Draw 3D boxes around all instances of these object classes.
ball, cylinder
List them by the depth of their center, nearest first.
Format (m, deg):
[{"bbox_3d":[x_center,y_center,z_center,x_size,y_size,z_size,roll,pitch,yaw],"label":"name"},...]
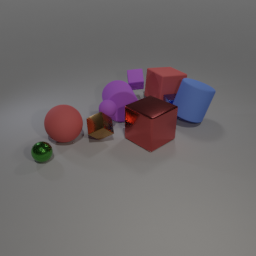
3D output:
[{"bbox_3d":[-2.885,0.796,9.391,0.700,0.700,0.700,0,30,0],"label":"ball"},{"bbox_3d":[-2.377,-0.167,10.366,1.400,1.400,1.400,0,30,0],"label":"ball"},{"bbox_3d":[-0.795,-0.752,10.927,0.700,0.700,0.700,0,30,0],"label":"ball"},{"bbox_3d":[2.651,-1.140,11.481,1.400,1.400,1.400,16,23,-7],"label":"cylinder"},{"bbox_3d":[-0.358,-1.179,12.060,1.400,1.400,1.400,-6,29,-9],"label":"cylinder"}]

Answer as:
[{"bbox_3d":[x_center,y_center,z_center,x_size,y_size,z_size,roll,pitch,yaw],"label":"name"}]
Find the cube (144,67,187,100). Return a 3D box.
[{"bbox_3d":[1.776,-2.056,13.457,1.400,1.400,1.400,-9,30,-26],"label":"cube"}]

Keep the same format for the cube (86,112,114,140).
[{"bbox_3d":[-1.027,-0.070,10.343,0.700,0.700,0.700,-24,61,24],"label":"cube"}]

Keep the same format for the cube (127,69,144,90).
[{"bbox_3d":[0.345,-2.225,12.895,0.700,0.700,0.700,-6,69,0],"label":"cube"}]

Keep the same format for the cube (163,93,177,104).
[{"bbox_3d":[2.031,-1.088,12.653,0.700,0.700,0.700,-7,31,-11],"label":"cube"}]

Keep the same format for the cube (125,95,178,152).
[{"bbox_3d":[0.838,-0.202,10.413,1.400,1.400,1.400,-25,38,-36],"label":"cube"}]
